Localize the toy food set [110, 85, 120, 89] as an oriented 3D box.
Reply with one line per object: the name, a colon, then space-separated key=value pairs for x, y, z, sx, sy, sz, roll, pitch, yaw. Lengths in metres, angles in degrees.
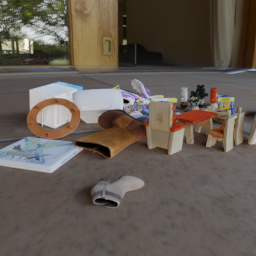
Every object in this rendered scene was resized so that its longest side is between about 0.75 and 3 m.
toy food set: x=-0.970 y=-2.467 z=18.912 sx=0.996 sy=0.553 sz=1.693 roll=-23 pitch=13 yaw=6

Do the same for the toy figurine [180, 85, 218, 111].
toy figurine: x=3.531 y=-1.418 z=14.103 sx=1.686 sy=1.192 sz=1.713 roll=-12 pitch=21 yaw=-20

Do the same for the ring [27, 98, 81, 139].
ring: x=-2.585 y=-0.409 z=9.766 sx=1.840 sy=0.177 sz=1.840 roll=2 pitch=53 yaw=-3

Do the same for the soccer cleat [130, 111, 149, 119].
soccer cleat: x=0.556 y=-0.276 z=11.239 sx=0.606 sy=0.565 sz=1.657 roll=-30 pitch=29 yaw=-25

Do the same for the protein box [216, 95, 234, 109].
protein box: x=4.988 y=-1.398 z=14.834 sx=0.889 sy=0.604 sz=0.896 roll=-1 pitch=16 yaw=-4

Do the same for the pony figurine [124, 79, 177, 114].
pony figurine: x=0.860 y=-1.263 z=12.651 sx=2.034 sy=1.693 sz=1.963 roll=2 pitch=13 yaw=-30

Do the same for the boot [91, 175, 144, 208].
boot: x=-0.208 y=1.338 z=5.820 sx=1.108 sy=0.389 sz=0.810 roll=-1 pitch=22 yaw=2

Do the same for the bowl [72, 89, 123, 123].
bowl: x=-1.188 y=-0.778 z=11.243 sx=1.988 sy=0.742 sz=1.985 roll=-2 pitch=-21 yaw=1

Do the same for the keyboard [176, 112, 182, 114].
keyboard: x=2.386 y=-0.392 z=12.300 sx=0.600 sy=0.114 sz=2.131 roll=8 pitch=17 yaw=8

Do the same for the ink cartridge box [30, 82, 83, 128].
ink cartridge box: x=-3.009 y=-0.983 z=11.541 sx=1.312 sy=1.346 sz=2.095 roll=17 pitch=25 yaw=22

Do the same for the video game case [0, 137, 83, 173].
video game case: x=-2.624 y=0.709 z=8.145 sx=2.063 sy=0.227 sz=1.880 roll=5 pitch=17 yaw=17

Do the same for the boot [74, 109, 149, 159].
boot: x=-0.736 y=0.215 z=9.294 sx=2.458 sy=0.894 sz=2.611 roll=21 pitch=30 yaw=32

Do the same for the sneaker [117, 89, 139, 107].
sneaker: x=-0.605 y=-1.638 z=15.228 sx=2.264 sy=0.821 sz=1.291 roll=10 pitch=18 yaw=32

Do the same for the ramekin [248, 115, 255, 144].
ramekin: x=4.371 y=-0.046 z=8.960 sx=0.629 sy=1.351 sz=1.351 roll=17 pitch=21 yaw=18

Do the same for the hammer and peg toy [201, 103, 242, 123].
hammer and peg toy: x=3.921 y=-0.546 z=11.826 sx=1.827 sy=0.644 sz=1.344 roll=-14 pitch=23 yaw=-41

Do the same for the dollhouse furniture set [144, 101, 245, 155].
dollhouse furniture set: x=1.923 y=-0.282 z=9.242 sx=2.965 sy=1.528 sz=2.933 roll=14 pitch=21 yaw=41
